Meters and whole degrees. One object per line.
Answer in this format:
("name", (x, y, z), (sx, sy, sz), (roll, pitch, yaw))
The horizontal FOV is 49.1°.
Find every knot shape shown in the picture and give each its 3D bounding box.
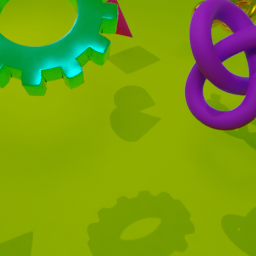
("knot shape", (2.079, -2.489, 5.867), (1.502, 0.742, 1.605), (-10, 31, 25))
("knot shape", (1.411, -0.959, 3.744), (1.732, 1.621, 0.800), (-34, 13, 11))

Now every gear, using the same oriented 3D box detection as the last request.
("gear", (-1.145, -1.418, 3.538), (1.982, 0.367, 1.982), (1, 78, -7))

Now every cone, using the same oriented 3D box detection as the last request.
("cone", (-0.326, -2.604, 6.899), (1.158, 1.154, 1.154), (39, 52, -5))
